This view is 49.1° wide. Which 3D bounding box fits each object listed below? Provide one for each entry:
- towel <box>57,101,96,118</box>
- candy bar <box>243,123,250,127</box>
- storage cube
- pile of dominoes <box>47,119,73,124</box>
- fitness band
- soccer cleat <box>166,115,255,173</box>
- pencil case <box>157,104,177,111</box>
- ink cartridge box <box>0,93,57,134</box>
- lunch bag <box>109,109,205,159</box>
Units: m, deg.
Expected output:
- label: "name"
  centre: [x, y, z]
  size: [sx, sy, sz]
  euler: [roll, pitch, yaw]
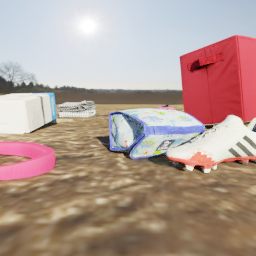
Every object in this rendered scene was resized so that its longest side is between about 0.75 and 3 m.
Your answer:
- label: "towel"
  centre: [-2.650, -1.008, 14.634]
  size: [1.593, 0.824, 1.924]
  euler: [0, 6, 6]
- label: "candy bar"
  centre: [3.782, 0.021, 7.754]
  size: [0.484, 0.215, 1.941]
  euler: [-2, 5, -16]
- label: "storage cube"
  centre: [3.261, -1.312, 8.886]
  size: [2.638, 2.371, 2.255]
  euler: [-5, 0, -34]
- label: "pile of dominoes"
  centre: [-3.768, -0.443, 11.404]
  size: [2.405, 0.383, 1.875]
  euler: [3, 6, 28]
- label: "fitness band"
  centre: [-1.679, 0.416, 3.926]
  size: [1.119, 0.292, 1.558]
  euler: [-1, 7, -38]
- label: "soccer cleat"
  centre: [1.269, 0.181, 3.880]
  size: [1.685, 0.718, 0.578]
  euler: [-2, 6, -21]
- label: "pencil case"
  centre: [1.458, -0.497, 10.481]
  size: [0.776, 0.752, 1.656]
  euler: [10, 8, 0]
- label: "ink cartridge box"
  centre: [-3.325, -0.508, 8.460]
  size: [1.616, 0.933, 2.213]
  euler: [0, 11, 5]
- label: "lunch bag"
  centre: [0.422, 0.054, 4.605]
  size: [1.107, 0.829, 1.302]
  euler: [-3, -3, -27]
